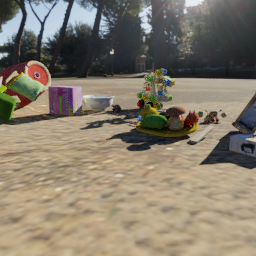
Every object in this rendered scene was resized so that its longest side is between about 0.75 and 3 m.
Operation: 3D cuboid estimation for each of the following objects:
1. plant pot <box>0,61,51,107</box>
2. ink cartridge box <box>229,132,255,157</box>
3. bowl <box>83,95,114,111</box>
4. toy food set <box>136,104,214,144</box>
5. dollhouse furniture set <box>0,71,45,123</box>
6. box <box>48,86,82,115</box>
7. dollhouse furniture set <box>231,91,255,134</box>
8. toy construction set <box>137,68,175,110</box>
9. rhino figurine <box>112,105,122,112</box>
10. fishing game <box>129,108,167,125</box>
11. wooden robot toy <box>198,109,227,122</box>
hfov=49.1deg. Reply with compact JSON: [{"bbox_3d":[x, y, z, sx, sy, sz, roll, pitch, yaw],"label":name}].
[{"bbox_3d":[-4.724,-2.162,13.085,1.773,2.004,2.004,-16,1,35],"label":"plant pot"},{"bbox_3d":[2.887,0.389,6.398,0.633,0.360,0.869,-9,15,-35],"label":"ink cartridge box"},{"bbox_3d":[-1.320,-1.127,12.650,1.430,0.642,1.430,1,13,0],"label":"bowl"},{"bbox_3d":[1.277,-0.334,8.278,2.433,0.795,1.431,12,26,43],"label":"toy food set"},{"bbox_3d":[-4.081,-1.467,10.407,1.322,1.021,2.646,26,41,-8],"label":"dollhouse furniture set"},{"bbox_3d":[-2.607,-1.155,11.616,1.288,1.133,0.623,7,14,26],"label":"box"},{"bbox_3d":[4.151,-0.175,7.908,1.764,1.243,1.236,39,29,21],"label":"dollhouse furniture set"},{"bbox_3d":[1.127,-1.771,12.736,1.304,1.855,2.830,-2,13,-8],"label":"toy construction set"},{"bbox_3d":[-0.483,-0.862,12.336,0.394,0.270,0.902,-2,14,-11],"label":"rhino figurine"},{"bbox_3d":[0.901,-0.342,9.842,1.245,0.270,1.738,9,26,41],"label":"fishing game"},{"bbox_3d":[2.999,-0.369,10.147,1.048,0.462,0.476,-2,-23,-7],"label":"wooden robot toy"}]
